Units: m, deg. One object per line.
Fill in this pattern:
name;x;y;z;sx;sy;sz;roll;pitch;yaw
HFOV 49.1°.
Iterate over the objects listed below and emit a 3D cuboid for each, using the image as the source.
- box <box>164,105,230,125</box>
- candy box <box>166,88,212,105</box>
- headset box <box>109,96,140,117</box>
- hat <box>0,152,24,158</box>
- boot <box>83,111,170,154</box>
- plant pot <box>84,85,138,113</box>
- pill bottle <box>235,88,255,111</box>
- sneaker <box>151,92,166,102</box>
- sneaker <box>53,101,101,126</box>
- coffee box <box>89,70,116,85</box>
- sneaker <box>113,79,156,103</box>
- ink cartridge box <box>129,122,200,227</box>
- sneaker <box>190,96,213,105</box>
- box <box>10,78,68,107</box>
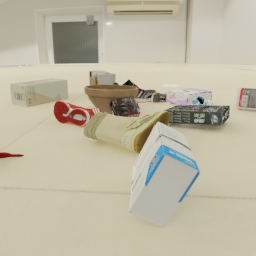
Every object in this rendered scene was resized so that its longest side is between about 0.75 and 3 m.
box;2.726;-0.559;11.053;2.250;0.490;1.803;3;13;27
candy box;3.273;-1.668;15.103;1.897;0.679;1.591;-11;20;-34
headset box;-0.079;-0.799;11.554;1.151;0.856;0.432;-11;-24;-21
hat;-3.675;0.929;7.379;1.206;1.061;0.999;-31;27;10
boot;0.064;-0.085;9.236;2.101;0.984;2.703;12;25;27
plant pot;-0.799;-1.373;13.176;2.495;1.152;2.495;3;14;-1
pill bottle;6.189;-1.337;13.328;1.920;1.063;1.063;8;18;25
sneaker;1.896;-1.669;15.459;1.377;0.531;0.564;-14;28;-36
sneaker;-1.994;-0.543;11.498;2.258;0.885;1.304;24;15;39
coffee box;-1.620;-2.729;17.330;1.026;1.453;2.572;-6;17;-20
sneaker;0.335;-2.084;15.537;2.801;1.225;1.033;-4;17;-14
ink cartridge box;0.634;0.794;5.442;0.737;1.276;1.747;26;19;-5
sneaker;3.525;-1.136;13.182;0.775;0.781;2.156;9;17;30
box;-4.820;-2.032;15.523;1.378;1.128;2.903;11;20;34
